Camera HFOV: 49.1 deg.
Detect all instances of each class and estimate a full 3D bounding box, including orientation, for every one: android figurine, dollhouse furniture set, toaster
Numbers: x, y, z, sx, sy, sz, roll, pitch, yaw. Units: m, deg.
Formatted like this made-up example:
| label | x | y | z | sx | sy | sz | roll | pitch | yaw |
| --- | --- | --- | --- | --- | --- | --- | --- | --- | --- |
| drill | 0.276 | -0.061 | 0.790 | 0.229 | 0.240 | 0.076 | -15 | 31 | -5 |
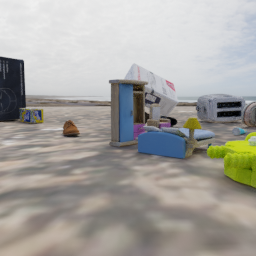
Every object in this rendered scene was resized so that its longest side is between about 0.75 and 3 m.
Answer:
| label | x | y | z | sx | sy | sz | roll | pitch | yaw |
| --- | --- | --- | --- | --- | --- | --- | --- | --- | --- |
| android figurine | 2.220 | 0.389 | 3.463 | 2.354 | 0.483 | 2.143 | 2 | 6 | -2 |
| dollhouse furniture set | 0.914 | -0.301 | 5.777 | 2.124 | 1.386 | 2.005 | 6 | 8 | 42 |
| toaster | 4.256 | -0.876 | 12.539 | 2.227 | 1.265 | 1.438 | -2 | 9 | -3 |

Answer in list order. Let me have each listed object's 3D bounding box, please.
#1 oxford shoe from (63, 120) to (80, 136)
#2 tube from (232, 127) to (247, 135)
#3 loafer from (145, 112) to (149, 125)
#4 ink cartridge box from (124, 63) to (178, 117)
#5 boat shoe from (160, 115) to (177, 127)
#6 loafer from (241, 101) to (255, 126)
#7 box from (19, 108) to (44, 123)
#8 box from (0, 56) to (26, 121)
| label | x | y | z | sx | sy | sz | roll | pitch | yaw |
| --- | --- | --- | --- | --- | --- | --- | --- | --- | --- |
| oxford shoe | -1.617 | -0.003 | 7.809 | 0.418 | 0.417 | 1.171 | -1 | 7 | -26 |
| tube | 3.185 | 0.092 | 8.035 | 0.331 | 0.216 | 0.856 | 18 | 10 | 30 |
| loafer | 0.250 | -0.602 | 9.458 | 0.478 | 0.489 | 1.340 | -35 | 62 | -19 |
| ink cartridge box | 0.776 | -1.350 | 9.861 | 1.768 | 0.746 | 1.280 | 23 | 36 | -20 |
| boat shoe | 1.264 | -0.216 | 9.956 | 0.460 | 0.485 | 1.387 | 3 | -1 | 44 |
| loafer | 5.192 | -0.491 | 10.603 | 2.621 | 0.942 | 0.824 | -2 | 12 | -45 |
| box | -4.304 | -0.563 | 12.430 | 0.568 | 0.619 | 1.768 | -4 | 7 | -35 |
| box | -6.327 | -1.759 | 12.671 | 1.820 | 2.937 | 2.887 | 3 | 6 | 28 |
